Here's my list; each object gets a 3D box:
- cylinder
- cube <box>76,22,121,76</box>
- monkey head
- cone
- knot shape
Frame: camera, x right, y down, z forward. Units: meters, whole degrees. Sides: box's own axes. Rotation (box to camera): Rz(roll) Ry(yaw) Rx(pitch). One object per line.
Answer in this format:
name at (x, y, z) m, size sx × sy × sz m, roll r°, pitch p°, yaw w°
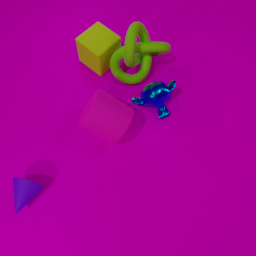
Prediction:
cylinder at (-0.617, -0.321, 7.948) m, size 1.170 × 1.170 × 1.170 m, roll 31°, pitch 67°, yaw -15°
cube at (-0.958, -2.642, 9.394) m, size 1.060 × 1.060 × 1.060 m, roll 39°, pitch 69°, yaw 16°
monkey head at (0.911, -0.877, 8.654) m, size 1.476 × 0.890 × 1.062 m, roll -22°, pitch 63°, yaw 17°
cone at (-2.836, 1.880, 7.506) m, size 0.880 × 0.880 × 0.883 m, roll 13°, pitch 67°, yaw 6°
knot shape at (0.309, -2.375, 8.680) m, size 2.001 × 1.873 × 0.925 m, roll -34°, pitch 64°, yaw 0°
